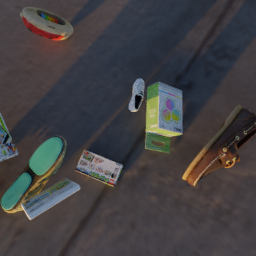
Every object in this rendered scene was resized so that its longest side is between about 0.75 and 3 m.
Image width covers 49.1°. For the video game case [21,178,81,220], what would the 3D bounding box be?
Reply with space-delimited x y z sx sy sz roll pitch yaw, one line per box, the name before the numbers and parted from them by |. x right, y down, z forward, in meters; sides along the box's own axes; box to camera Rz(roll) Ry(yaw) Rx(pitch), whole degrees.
video game case | -1.767 1.556 6.335 1.196 1.088 0.137 -30 102 -25

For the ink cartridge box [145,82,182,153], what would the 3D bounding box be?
ink cartridge box | 0.961 -0.255 7.371 0.880 0.503 1.695 13 73 -35

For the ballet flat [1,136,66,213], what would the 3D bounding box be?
ballet flat | -2.208 1.154 6.965 0.795 0.795 2.250 39 89 10

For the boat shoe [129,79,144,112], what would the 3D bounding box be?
boat shoe | 0.300 -0.895 7.584 0.351 0.311 0.953 15 82 -28

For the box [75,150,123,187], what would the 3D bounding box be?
box | -0.759 1.055 7.379 1.110 0.193 0.611 22 75 6

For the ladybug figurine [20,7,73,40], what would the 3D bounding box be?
ladybug figurine | -2.351 -2.968 8.091 1.536 0.552 1.042 10 39 -35

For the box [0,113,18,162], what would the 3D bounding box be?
box | -3.357 0.186 6.955 0.740 0.233 1.344 -24 84 -32

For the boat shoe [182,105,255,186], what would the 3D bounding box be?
boat shoe | 2.423 0.512 6.984 0.892 0.893 2.538 39 78 18
